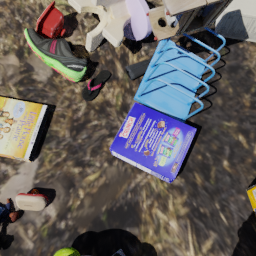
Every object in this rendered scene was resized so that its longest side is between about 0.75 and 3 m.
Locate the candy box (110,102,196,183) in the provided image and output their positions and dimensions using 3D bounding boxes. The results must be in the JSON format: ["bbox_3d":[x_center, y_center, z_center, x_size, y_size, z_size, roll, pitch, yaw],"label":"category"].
[{"bbox_3d":[0.702,0.401,7.980,1.940,0.747,1.640,26,71,9],"label":"candy box"}]

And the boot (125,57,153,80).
[{"bbox_3d":[0.555,-1.826,9.122,1.079,0.354,0.889,-22,59,-13],"label":"boot"}]

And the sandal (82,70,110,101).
[{"bbox_3d":[-1.046,-1.425,8.994,0.492,0.295,1.310,30,70,12],"label":"sandal"}]

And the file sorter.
[{"bbox_3d":[1.573,-1.701,8.231,1.707,1.509,2.460,27,69,-8],"label":"file sorter"}]

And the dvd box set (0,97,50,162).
[{"bbox_3d":[-3.781,-0.060,8.382,2.429,0.357,1.777,11,69,5],"label":"dvd box set"}]

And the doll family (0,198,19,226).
[{"bbox_3d":[-3.553,2.618,7.089,1.063,0.722,1.839,11,65,10],"label":"doll family"}]

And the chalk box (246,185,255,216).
[{"bbox_3d":[4.445,1.869,7.036,2.172,1.352,1.345,-10,68,-3],"label":"chalk box"}]

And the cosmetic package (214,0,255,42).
[{"bbox_3d":[4.248,-3.612,9.435,2.318,1.200,0.847,12,67,4],"label":"cosmetic package"}]

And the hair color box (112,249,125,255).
[{"bbox_3d":[-0.050,3.663,6.810,0.606,0.371,1.225,-36,71,-13],"label":"hair color box"}]

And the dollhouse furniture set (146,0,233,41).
[{"bbox_3d":[1.140,-3.523,6.395,1.616,1.625,2.306,-18,89,-4],"label":"dollhouse furniture set"}]

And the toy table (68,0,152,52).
[{"bbox_3d":[-0.627,-3.683,9.031,1.538,2.414,2.626,-33,59,-31],"label":"toy table"}]

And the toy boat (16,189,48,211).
[{"bbox_3d":[-2.560,1.884,7.555,0.820,0.535,0.536,5,38,2],"label":"toy boat"}]

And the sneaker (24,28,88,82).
[{"bbox_3d":[-2.293,-2.469,9.083,2.417,0.928,1.013,37,82,3],"label":"sneaker"}]

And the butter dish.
[{"bbox_3d":[-2.539,-3.464,9.543,0.871,1.178,1.175,29,68,-12],"label":"butter dish"}]

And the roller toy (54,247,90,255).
[{"bbox_3d":[-1.089,3.835,5.957,2.074,1.449,1.892,20,81,16],"label":"roller toy"}]
